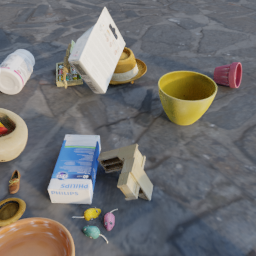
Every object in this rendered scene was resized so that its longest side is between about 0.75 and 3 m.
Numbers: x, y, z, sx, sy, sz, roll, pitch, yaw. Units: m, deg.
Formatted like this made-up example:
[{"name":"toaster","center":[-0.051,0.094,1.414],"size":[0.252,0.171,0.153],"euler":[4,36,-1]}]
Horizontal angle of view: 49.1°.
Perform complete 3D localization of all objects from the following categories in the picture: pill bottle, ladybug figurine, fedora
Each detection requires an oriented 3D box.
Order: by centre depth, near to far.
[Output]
[{"name":"fedora","center":[-3.333,2.424,7.859],"size":[1.021,0.416,1.021],"euler":[-1,32,1]},{"name":"ladybug figurine","center":[-4.695,0.242,9.962],"size":[1.983,1.051,2.922],"euler":[-25,46,-33]},{"name":"pill bottle","center":[-5.351,-2.759,13.385],"size":[1.327,1.327,2.341],"euler":[2,40,3]},{"name":"fedora","center":[-0.453,-3.281,13.979],"size":[2.869,1.170,2.869],"euler":[-5,39,4]}]

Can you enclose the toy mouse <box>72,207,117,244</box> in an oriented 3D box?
[{"name":"toy mouse","center":[-0.788,2.650,7.754],"size":[1.293,0.250,1.149],"euler":[-15,42,-18]}]

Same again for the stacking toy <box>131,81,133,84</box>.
[{"name":"stacking toy","center":[0.078,-2.526,13.875],"size":[0.505,0.534,0.920],"euler":[-12,55,-10]}]

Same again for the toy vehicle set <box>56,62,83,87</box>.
[{"name":"toy vehicle set","center":[-2.993,-2.787,14.257],"size":[1.250,0.267,2.013],"euler":[-7,40,-9]}]

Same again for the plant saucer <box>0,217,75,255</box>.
[{"name":"plant saucer","center":[-2.526,3.263,6.584],"size":[2.598,0.486,2.598],"euler":[-3,31,2]}]

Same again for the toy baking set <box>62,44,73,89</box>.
[{"name":"toy baking set","center":[-2.535,-2.609,12.064],"size":[0.227,1.954,1.499],"euler":[12,12,-1]}]

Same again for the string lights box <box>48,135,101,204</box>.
[{"name":"string lights box","center":[-1.645,1.244,9.076],"size":[1.230,0.705,2.393],"euler":[2,40,2]}]

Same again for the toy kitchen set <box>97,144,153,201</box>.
[{"name":"toy kitchen set","center":[-0.156,1.633,8.662],"size":[1.459,1.320,1.617],"euler":[-16,33,26]}]

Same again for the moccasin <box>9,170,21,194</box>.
[{"name":"moccasin","center":[-3.570,1.690,8.840],"size":[0.316,0.333,0.863],"euler":[-1,40,-2]}]

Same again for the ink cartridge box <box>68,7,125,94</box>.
[{"name":"ink cartridge box","center":[-1.219,-3.218,11.854],"size":[0.798,2.273,2.797],"euler":[4,65,26]}]

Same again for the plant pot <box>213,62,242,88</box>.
[{"name":"plant pot","center":[4.728,-2.522,13.355],"size":[1.075,1.201,1.201],"euler":[8,38,34]}]

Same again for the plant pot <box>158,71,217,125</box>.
[{"name":"plant pot","center":[2.263,-1.058,11.164],"size":[2.214,1.571,2.214],"euler":[0,41,0]}]

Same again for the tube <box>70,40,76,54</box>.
[{"name":"tube","center":[-1.834,-2.736,12.519],"size":[0.637,2.454,0.712],"euler":[-49,46,-11]}]
